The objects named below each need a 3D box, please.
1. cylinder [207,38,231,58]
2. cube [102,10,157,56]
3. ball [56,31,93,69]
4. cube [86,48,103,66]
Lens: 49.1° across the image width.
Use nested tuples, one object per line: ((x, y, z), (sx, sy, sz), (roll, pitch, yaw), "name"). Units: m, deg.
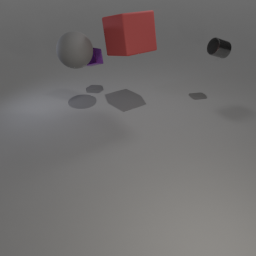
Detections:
((3.720, -3.262, 11.446), (0.700, 0.700, 0.700), (5, 26, -29), "cylinder")
((0.057, -3.490, 10.393), (1.400, 1.400, 1.400), (-20, 24, -31), "cube")
((-2.052, -3.004, 10.826), (1.400, 1.400, 1.400), (0, 32, 0), "ball")
((-1.649, -3.273, 12.967), (0.700, 0.700, 0.700), (-6, 8, 25), "cube")
